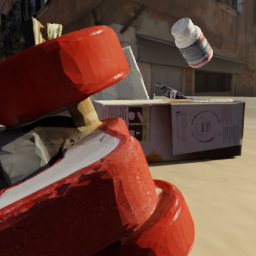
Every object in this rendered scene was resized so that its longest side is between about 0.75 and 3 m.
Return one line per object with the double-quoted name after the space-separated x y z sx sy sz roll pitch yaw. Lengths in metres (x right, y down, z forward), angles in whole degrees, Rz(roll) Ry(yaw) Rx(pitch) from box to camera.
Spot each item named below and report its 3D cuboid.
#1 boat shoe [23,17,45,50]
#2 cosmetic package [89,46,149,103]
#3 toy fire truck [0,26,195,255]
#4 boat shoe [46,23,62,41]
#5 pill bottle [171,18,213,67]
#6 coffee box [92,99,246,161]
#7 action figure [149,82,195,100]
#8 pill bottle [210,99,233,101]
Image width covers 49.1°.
-3.535 -3.154 10.915 0.854 2.256 0.833 -8 -11 33 "boat shoe"
-0.948 -1.436 10.164 2.497 2.089 2.077 -24 14 -14 "cosmetic package"
-1.025 0.459 2.331 2.396 1.600 2.853 -27 14 -12 "toy fire truck"
-2.943 -3.163 11.347 0.627 2.000 0.733 -5 21 -19 "boat shoe"
2.505 -3.382 11.107 1.083 1.083 1.811 9 -25 47 "pill bottle"
0.748 -0.027 5.966 2.853 1.137 1.632 -2 8 -12 "coffee box"
1.625 -0.669 10.185 2.566 1.342 2.482 35 22 32 "action figure"
4.334 -0.878 12.834 1.622 0.903 0.903 -1 8 -1 "pill bottle"
